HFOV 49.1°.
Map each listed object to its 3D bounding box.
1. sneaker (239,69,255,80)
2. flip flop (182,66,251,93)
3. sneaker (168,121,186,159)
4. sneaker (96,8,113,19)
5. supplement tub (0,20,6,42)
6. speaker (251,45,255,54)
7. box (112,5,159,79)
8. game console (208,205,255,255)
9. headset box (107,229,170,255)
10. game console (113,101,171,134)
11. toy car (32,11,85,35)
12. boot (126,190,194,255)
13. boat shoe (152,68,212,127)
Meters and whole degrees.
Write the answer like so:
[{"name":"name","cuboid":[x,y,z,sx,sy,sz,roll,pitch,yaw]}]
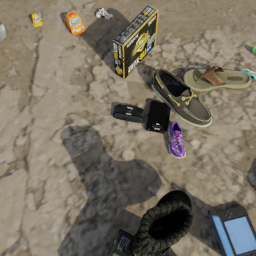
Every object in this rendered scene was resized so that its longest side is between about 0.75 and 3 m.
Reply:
[{"name":"sneaker","cuboid":[5.138,-2.309,12.000,0.764,0.296,0.304,22,73,11]},{"name":"flip flop","cuboid":[3.687,-2.104,11.558,2.897,0.834,1.175,1,62,0]},{"name":"sneaker","cuboid":[1.775,0.412,10.338,0.596,0.616,1.477,-6,63,-3]},{"name":"sneaker","cuboid":[-1.110,-5.679,13.769,0.835,0.333,0.543,8,70,15]},{"name":"supplement tub","cuboid":[-6.767,-3.650,11.858,1.792,1.792,2.925,23,64,12]},{"name":"speaker","cuboid":[5.936,-3.349,12.514,0.355,0.355,0.804,-37,68,-18]},{"name":"box","cuboid":[0.330,-3.536,11.696,0.607,1.964,2.459,32,65,15]},{"name":"game console","cuboid":[3.338,3.289,8.543,1.520,1.054,1.781,-13,63,-6]},{"name":"headset box","cuboid":[0.399,4.499,7.803,2.563,1.189,2.231,23,63,12]},{"name":"game console","cuboid":[0.540,-0.563,11.067,2.215,0.267,1.306,11,62,4]},{"name":"toy car","cuboid":[-3.301,-4.939,13.106,2.454,0.816,1.203,-8,62,-5]},{"name":"boot","cuboid":[1.124,2.309,7.357,1.053,2.092,2.798,33,49,16]},{"name":"boat shoe","cuboid":[2.109,-1.210,11.043,1.062,0.897,2.979,-40,69,-19]}]
